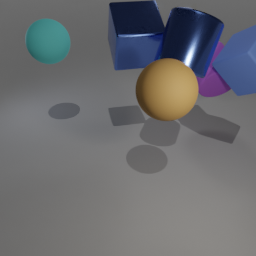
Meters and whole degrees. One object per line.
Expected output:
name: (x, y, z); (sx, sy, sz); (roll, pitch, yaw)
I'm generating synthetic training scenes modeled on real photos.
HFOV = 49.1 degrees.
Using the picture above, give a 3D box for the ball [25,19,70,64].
ball: (-2.573, -2.781, 9.041); (1.400, 1.400, 1.400); (0, 32, 0)

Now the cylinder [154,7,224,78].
cylinder: (1.548, -2.159, 7.216); (1.400, 1.400, 1.400); (18, 13, -4)

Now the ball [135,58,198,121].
ball: (0.869, -0.854, 6.327); (1.400, 1.400, 1.400); (0, 32, 0)

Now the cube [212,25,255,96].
cube: (3.633, -1.968, 8.111); (1.400, 1.400, 1.400); (-52, 19, -17)

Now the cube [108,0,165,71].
cube: (0.203, -2.750, 8.385); (1.400, 1.400, 1.400); (-7, 62, -9)

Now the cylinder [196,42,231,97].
cylinder: (2.893, -2.027, 9.681); (1.400, 1.400, 1.400); (-7, 59, -11)
